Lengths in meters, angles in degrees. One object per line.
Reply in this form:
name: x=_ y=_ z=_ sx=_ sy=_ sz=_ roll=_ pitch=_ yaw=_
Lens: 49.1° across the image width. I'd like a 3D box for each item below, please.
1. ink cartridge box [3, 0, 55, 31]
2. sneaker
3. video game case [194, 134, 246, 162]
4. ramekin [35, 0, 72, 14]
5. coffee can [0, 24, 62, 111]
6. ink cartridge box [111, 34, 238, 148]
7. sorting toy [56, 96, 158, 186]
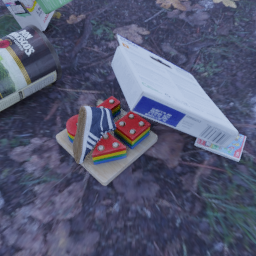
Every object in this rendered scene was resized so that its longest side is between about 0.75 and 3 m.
ink cartridge box: x=-3.677 y=-5.094 z=10.171 sx=1.055 sy=2.513 sz=1.820 roll=9 pitch=66 yaw=18
sneaker: x=-0.816 y=0.191 z=6.818 sx=0.857 sy=1.580 sz=0.554 roll=-5 pitch=35 yaw=-32
video game case: x=2.560 y=0.354 z=7.762 sx=1.225 sy=0.107 sz=0.876 roll=21 pitch=55 yaw=16
ramekin: x=-2.375 y=-4.357 z=9.267 sx=1.391 sy=0.679 sz=1.391 roll=-23 pitch=28 yaw=13
coffee can: x=-3.533 y=-1.683 z=8.302 sx=2.519 sy=1.844 sz=1.844 roll=-37 pitch=60 yaw=-25
ink cartridge box: x=1.029 y=-0.991 z=7.201 sx=2.958 sy=0.602 sz=2.964 roll=20 pitch=32 yaw=-28
sorting toy: x=-0.587 y=0.130 z=7.556 sx=2.037 sy=0.709 sz=2.025 roll=38 pitch=60 yaw=26
